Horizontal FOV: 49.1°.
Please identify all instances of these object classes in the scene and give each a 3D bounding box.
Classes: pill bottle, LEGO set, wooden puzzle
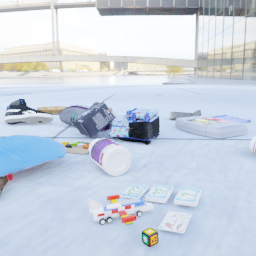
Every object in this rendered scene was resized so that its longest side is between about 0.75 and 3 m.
[{"bbox_3d":[-0.471,0.602,6.360,0.659,0.659,1.183,-6,13,-27],"label":"pill bottle"},{"bbox_3d":[0.307,1.142,4.339,1.366,0.449,1.828,1,11,24],"label":"LEGO set"},{"bbox_3d":[-1.353,0.527,7.991,1.529,0.179,1.031,3,12,13],"label":"wooden puzzle"}]

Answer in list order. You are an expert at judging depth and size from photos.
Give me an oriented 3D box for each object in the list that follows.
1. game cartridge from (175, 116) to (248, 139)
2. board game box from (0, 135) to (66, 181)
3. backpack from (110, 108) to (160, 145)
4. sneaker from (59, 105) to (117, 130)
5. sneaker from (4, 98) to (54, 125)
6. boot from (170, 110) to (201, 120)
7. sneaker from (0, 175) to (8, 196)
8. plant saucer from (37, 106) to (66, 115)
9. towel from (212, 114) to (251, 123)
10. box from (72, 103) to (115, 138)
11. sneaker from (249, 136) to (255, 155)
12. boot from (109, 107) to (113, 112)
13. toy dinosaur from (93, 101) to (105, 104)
[{"bbox_3d":[2.924,-0.071,10.384,1.587,0.487,2.384,-11,15,-27],"label":"game cartridge"},{"bbox_3d":[-2.649,0.756,6.143,2.026,0.499,2.564,15,19,35],"label":"board game box"},{"bbox_3d":[0.186,-0.104,9.061,1.505,1.012,1.374,3,12,21],"label":"backpack"},{"bbox_3d":[-1.673,-0.358,10.737,2.418,0.900,1.058,4,17,15],"label":"sneaker"},{"bbox_3d":[-4.124,-0.764,11.728,1.961,1.097,0.716,-2,-28,-9],"label":"sneaker"},{"bbox_3d":[2.682,-0.579,13.021,1.359,0.493,1.236,-3,8,20],"label":"boot"},{"bbox_3d":[-2.345,1.123,4.875,0.367,0.343,0.973,22,17,7],"label":"sneaker"},{"bbox_3d":[-3.993,-0.933,14.969,1.686,0.299,1.686,0,11,0],"label":"plant saucer"},{"bbox_3d":[4.566,-0.399,12.618,1.113,0.183,1.537,-7,13,-27],"label":"towel"},{"bbox_3d":[-1.176,-0.278,9.479,1.088,0.639,1.070,-41,21,-17],"label":"box"},{"bbox_3d":[4.137,0.468,7.313,1.906,0.691,1.087,-18,26,-36],"label":"sneaker"},{"bbox_3d":[-1.385,-0.539,12.258,1.356,0.646,1.753,-2,0,-13],"label":"boot"},{"bbox_3d":[-1.774,-1.337,16.712,0.836,0.450,1.897,-14,11,2],"label":"toy dinosaur"}]
